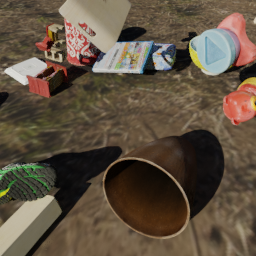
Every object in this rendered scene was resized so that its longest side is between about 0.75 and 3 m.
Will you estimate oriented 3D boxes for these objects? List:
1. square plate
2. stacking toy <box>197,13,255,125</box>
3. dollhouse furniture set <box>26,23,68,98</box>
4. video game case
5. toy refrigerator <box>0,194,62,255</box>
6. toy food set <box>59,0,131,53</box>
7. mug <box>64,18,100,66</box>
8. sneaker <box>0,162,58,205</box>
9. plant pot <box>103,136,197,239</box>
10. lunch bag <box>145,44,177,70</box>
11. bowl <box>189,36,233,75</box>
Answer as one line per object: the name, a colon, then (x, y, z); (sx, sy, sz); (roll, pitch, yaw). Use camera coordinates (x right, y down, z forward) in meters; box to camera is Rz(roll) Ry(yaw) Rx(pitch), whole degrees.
square plate: (-3.942, -2.381, 11.337); (1.562, 0.222, 1.547); (31, 49, 31)
stacking toy: (2.455, -1.319, 5.792); (0.981, 2.102, 2.323); (-26, 85, -24)
dollhouse furniture set: (-2.869, -2.368, 9.777); (0.927, 2.279, 1.226); (19, 43, 16)
video game case: (-0.200, -2.840, 11.186); (2.197, 0.196, 1.573); (7, 59, 25)
toy refrigerator: (-2.154, 2.118, 5.831); (0.599, 0.552, 1.578); (8, 40, 33)
toy food set: (-0.803, -3.171, 7.320); (0.640, 1.520, 2.119); (-18, 46, 43)
mug: (-1.967, -4.080, 11.755); (1.491, 2.234, 1.983); (-8, 42, -8)
sneaker: (-2.428, 1.071, 6.347); (2.224, 0.868, 0.947); (-13, 28, 31)
plant pot: (0.780, 1.037, 6.371); (1.913, 1.913, 2.047); (20, 32, 22)
lunch bag: (1.113, -3.034, 11.728); (1.905, 0.720, 1.527); (7, 39, 9)
bowl: (3.393, -2.768, 11.080); (2.059, 1.108, 2.059); (0, 42, 0)
